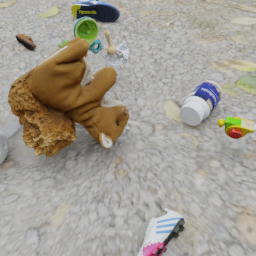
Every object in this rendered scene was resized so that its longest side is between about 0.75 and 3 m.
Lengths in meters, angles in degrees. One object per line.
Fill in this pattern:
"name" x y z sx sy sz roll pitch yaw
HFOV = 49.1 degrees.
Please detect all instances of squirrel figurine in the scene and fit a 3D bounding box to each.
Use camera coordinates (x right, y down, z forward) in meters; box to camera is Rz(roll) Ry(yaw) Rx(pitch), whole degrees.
"squirrel figurine" -1.402 -0.504 7.137 2.844 2.654 2.012 -37 24 -8

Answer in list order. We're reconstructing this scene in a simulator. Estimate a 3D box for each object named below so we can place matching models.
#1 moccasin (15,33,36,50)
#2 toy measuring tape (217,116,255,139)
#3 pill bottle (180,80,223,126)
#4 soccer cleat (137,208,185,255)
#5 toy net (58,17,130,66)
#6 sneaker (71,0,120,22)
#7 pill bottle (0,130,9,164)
"moccasin" -4.182 -3.635 11.683 0.506 0.480 1.312 -38 47 -21
"toy measuring tape" 3.097 0.083 7.270 1.599 0.588 0.588 15 47 5
"pill bottle" 2.232 -0.762 8.595 0.844 0.844 1.459 27 53 24
"soccer cleat" 0.576 2.301 5.916 0.647 0.523 1.499 28 47 36
"toy net" -0.844 -2.455 8.931 2.583 1.355 0.499 18 21 -46
"sneaker" -1.476 -5.688 13.373 2.371 0.877 0.975 13 45 11
"pill bottle" -4.401 0.141 7.378 2.379 1.321 1.321 29 53 25
